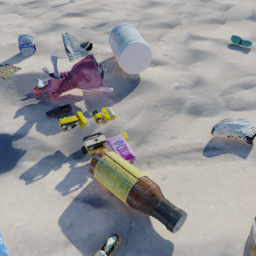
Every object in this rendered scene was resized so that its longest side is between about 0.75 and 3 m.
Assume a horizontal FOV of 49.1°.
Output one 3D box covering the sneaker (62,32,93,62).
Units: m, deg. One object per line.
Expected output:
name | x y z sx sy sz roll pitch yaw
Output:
sneaker | -1.839 -3.064 10.411 1.006 0.653 1.741 -15 49 -11

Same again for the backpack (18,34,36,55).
backpack | -5.082 -4.176 14.007 0.819 0.898 0.604 -7 41 -9

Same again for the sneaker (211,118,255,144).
sneaker | 3.582 0.146 9.191 1.556 0.587 0.895 -10 40 -15

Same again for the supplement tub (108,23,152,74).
supplement tub | 0.046 -3.703 12.945 1.560 1.560 2.364 -10 42 -11

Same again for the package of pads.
package of pads | -0.234 0.678 8.594 0.579 0.364 0.962 -22 61 -22

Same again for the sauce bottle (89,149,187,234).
sauce bottle | 0.191 1.595 7.254 0.944 0.944 2.859 -32 50 -32

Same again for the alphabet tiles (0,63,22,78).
alphabet tiles | -5.685 -2.663 12.902 1.207 0.046 1.009 19 44 21

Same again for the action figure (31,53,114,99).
action figure | -2.394 -1.826 11.215 2.964 2.207 1.986 -29 12 -7

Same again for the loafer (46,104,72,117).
loafer | -2.558 -0.666 10.331 0.970 0.341 0.330 -17 43 -19

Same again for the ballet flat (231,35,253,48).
ballet flat | 6.067 -4.565 14.927 0.460 0.460 1.281 -28 50 -29

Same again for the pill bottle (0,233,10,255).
pill bottle | -2.926 2.930 5.174 1.607 1.607 2.864 -25 48 -26

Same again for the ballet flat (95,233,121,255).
ballet flat | -0.515 2.778 6.306 0.368 0.340 1.043 20 45 22

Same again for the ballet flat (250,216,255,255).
ballet flat | 3.511 2.074 6.782 0.820 0.893 2.602 5 36 32

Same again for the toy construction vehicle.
toy construction vehicle | -1.120 0.112 8.992 1.863 0.656 1.622 -18 53 -26
